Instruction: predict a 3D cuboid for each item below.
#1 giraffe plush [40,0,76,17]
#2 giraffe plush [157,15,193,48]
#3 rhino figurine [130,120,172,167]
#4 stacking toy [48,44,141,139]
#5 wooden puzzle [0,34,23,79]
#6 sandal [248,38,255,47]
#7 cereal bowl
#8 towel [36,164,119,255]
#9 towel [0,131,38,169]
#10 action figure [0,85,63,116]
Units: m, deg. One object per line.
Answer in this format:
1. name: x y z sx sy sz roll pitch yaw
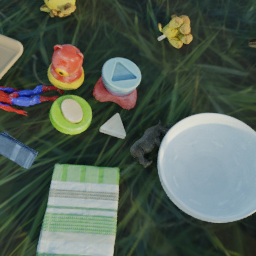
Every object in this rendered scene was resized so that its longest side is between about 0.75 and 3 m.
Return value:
1. giraffe plush: -2.362 -5.164 10.125 2.673 2.306 2.167 38 78 -21
2. giraffe plush: 1.771 -3.502 9.796 1.271 1.097 1.031 8 47 43
3. rhino figurine: 0.740 0.355 8.122 0.729 0.499 1.668 38 69 16
4. stacking toy: -0.961 -1.126 8.047 2.808 1.186 2.542 8 62 -13
5. wooden puzzle: -5.080 -1.979 9.152 2.552 0.514 2.758 23 72 18
6. sandal: 3.272 -1.241 5.397 2.114 0.864 0.577 32 111 23
7. cereal bowl: 2.162 1.074 7.394 2.842 1.183 2.842 0 65 0
8. towel: -1.219 2.220 7.370 1.893 0.389 2.537 5 63 0
9. towel: -2.360 0.474 5.877 0.867 0.484 0.210 32 23 -7
10. action figure: -3.342 -0.898 8.642 2.584 0.668 0.845 -1 60 2
